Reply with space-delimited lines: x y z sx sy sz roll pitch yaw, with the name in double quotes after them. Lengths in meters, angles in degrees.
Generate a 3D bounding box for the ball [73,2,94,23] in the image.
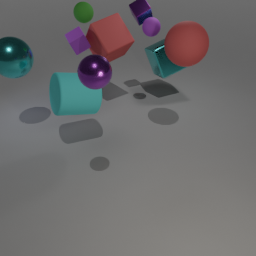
-1.557 -4.048 9.812 0.700 0.700 0.700 0 32 0 "ball"

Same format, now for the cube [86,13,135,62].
-0.824 -3.743 11.973 1.400 1.400 1.400 -31 1 -21 "cube"

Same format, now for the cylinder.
-1.778 -1.141 9.418 1.400 1.400 1.400 -5 30 -30 "cylinder"

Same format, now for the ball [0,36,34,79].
-3.960 -2.398 9.580 1.400 1.400 1.400 0 32 0 "ball"

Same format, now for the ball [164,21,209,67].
1.861 -2.671 8.930 1.400 1.400 1.400 0 32 0 "ball"

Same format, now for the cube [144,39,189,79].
1.824 -3.363 13.286 1.400 1.400 1.400 -27 24 -4 "cube"

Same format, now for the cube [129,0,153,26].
0.549 -4.913 11.778 0.700 0.700 0.700 -31 76 6 "cube"

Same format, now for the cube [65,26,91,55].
-2.066 -3.594 11.548 0.700 0.700 0.700 -30 53 1 "cube"

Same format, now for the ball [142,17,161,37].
0.887 -3.830 10.627 0.700 0.700 0.700 0 32 0 "ball"

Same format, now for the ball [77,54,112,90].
-0.669 -1.129 5.662 0.700 0.700 0.700 0 32 0 "ball"
